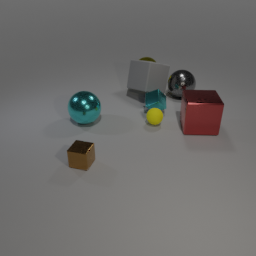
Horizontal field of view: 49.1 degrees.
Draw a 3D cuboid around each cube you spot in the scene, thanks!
[{"bbox_3d":[2.939,-0.655,11.397,1.400,1.400,1.400,1,30,2],"label":"cube"},{"bbox_3d":[1.255,-1.214,12.597,0.700,0.700,0.700,-16,58,33],"label":"cube"},{"bbox_3d":[0.983,-2.519,13.735,1.400,1.400,1.400,-2,16,-41],"label":"cube"},{"bbox_3d":[-1.569,0.915,9.474,0.700,0.700,0.700,9,31,14],"label":"cube"}]

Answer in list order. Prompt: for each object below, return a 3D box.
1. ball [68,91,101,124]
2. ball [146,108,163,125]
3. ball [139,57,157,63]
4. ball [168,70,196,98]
[{"bbox_3d":[-1.822,-0.856,11.743,1.400,1.400,1.400,0,31,0],"label":"ball"},{"bbox_3d":[1.120,-0.489,11.733,0.700,0.700,0.700,0,31,0],"label":"ball"},{"bbox_3d":[1.039,-3.315,15.877,1.400,1.400,1.400,0,31,0],"label":"ball"},{"bbox_3d":[2.690,-2.220,14.059,1.400,1.400,1.400,0,31,0],"label":"ball"}]
